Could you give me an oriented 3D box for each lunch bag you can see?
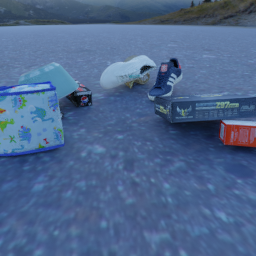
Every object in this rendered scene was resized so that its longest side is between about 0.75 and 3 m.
[{"bbox_3d":[-2.659,-0.224,6.912,1.878,1.597,1.197,-13,21,-21],"label":"lunch bag"}]

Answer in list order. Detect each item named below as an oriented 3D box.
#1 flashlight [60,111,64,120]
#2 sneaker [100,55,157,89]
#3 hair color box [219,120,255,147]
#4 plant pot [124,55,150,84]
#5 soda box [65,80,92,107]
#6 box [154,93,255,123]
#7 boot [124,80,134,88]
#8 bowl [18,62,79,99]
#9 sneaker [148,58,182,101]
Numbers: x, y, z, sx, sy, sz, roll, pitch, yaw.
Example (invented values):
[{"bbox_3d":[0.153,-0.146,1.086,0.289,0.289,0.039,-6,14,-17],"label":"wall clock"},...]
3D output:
[{"bbox_3d":[-2.487,-0.485,9.026,0.890,0.301,0.302,17,-5,24],"label":"flashlight"},{"bbox_3d":[0.038,-2.212,11.340,2.402,0.904,1.063,-29,41,-12],"label":"sneaker"},{"bbox_3d":[3.332,0.157,7.110,1.826,0.559,0.927,4,9,10],"label":"hair color box"},{"bbox_3d":[0.460,-2.564,12.866,1.146,1.146,1.224,-12,42,-25],"label":"plant pot"},{"bbox_3d":[-1.945,-1.334,10.623,0.620,0.555,1.751,-12,28,-26],"label":"soda box"},{"bbox_3d":[2.172,-0.646,8.233,2.471,0.630,1.948,-4,11,-6],"label":"box"},{"bbox_3d":[-0.206,-2.109,12.119,0.891,0.417,1.146,21,18,-14],"label":"boot"},{"bbox_3d":[-2.796,-1.484,9.364,2.050,1.072,2.050,-19,20,7],"label":"bowl"},{"bbox_3d":[1.425,-2.000,11.066,0.911,1.027,2.429,7,39,28],"label":"sneaker"}]
